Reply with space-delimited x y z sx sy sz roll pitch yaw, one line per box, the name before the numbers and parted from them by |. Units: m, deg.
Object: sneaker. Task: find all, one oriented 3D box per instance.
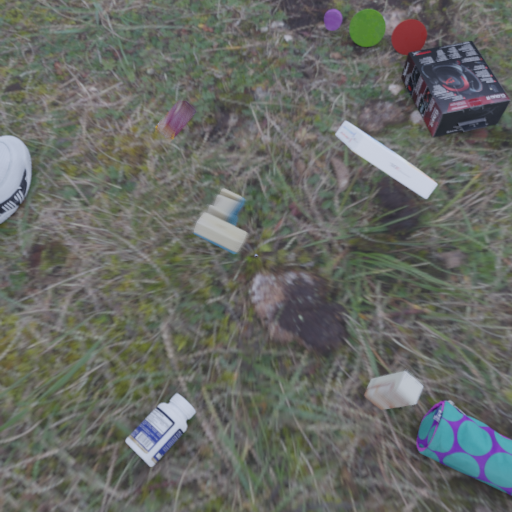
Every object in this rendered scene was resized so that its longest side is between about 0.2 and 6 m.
sneaker | -5.568 -1.218 10.197 1.358 2.078 3.615 21 63 11

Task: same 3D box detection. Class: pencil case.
pencil case | 3.578 2.987 8.541 2.061 0.877 0.953 24 71 12

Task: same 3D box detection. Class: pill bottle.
pill bottle | -1.479 2.721 8.854 0.591 0.591 1.064 38 67 19

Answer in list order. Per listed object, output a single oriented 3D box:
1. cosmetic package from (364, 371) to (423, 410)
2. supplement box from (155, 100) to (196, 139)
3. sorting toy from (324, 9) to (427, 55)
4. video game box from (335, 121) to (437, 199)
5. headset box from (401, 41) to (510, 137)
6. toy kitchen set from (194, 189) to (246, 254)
cosmetic package | 2.187 2.163 8.960 0.431 0.835 0.364 40 56 -8
supplement box | -1.417 -2.404 9.882 0.669 0.287 0.369 -51 32 -8
sorting toy | 2.876 -5.564 13.532 2.460 0.853 0.847 14 39 6
video game box | 2.184 -1.672 9.585 1.550 0.363 1.412 29 20 -16
headset box | 4.351 -3.590 12.261 1.575 0.795 2.119 -13 62 -7
toy kitchen set | -0.559 -0.380 9.902 0.797 1.084 1.353 26 40 3
